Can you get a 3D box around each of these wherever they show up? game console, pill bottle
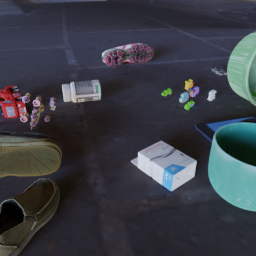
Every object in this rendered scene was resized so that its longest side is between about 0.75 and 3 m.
[{"bbox_3d":[3.426,-0.232,7.855,2.347,2.003,1.389,-9,60,-15],"label":"game console"},{"bbox_3d":[-1.704,-1.346,10.310,1.341,0.758,0.758,-7,31,-13],"label":"pill bottle"}]

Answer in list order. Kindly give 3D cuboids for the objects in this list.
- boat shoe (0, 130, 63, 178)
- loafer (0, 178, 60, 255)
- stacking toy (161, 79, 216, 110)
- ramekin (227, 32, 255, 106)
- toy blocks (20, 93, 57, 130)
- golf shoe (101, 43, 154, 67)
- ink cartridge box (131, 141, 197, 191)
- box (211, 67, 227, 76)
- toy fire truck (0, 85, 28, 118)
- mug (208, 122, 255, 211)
[{"bbox_3d":[-3.078,0.584,6.830,3.003,1.073,0.987,1,21,-2],"label":"boat shoe"},{"bbox_3d":[-1.950,1.589,5.318,0.762,0.706,2.026,7,31,12],"label":"loafer"},{"bbox_3d":[2.284,-1.228,10.464,1.693,0.398,1.276,-26,43,-30],"label":"stacking toy"},{"bbox_3d":[4.868,-2.106,9.808,2.722,2.722,1.330,-9,24,-15],"label":"ramekin"},{"bbox_3d":[-2.794,-0.495,8.642,0.977,0.913,0.822,11,26,-11],"label":"toy blocks"},{"bbox_3d":[-0.017,-3.864,14.391,2.761,1.002,1.271,-11,32,-18],"label":"golf shoe"},{"bbox_3d":[0.822,0.818,6.866,0.844,0.486,1.458,-23,37,-34],"label":"ink cartridge box"},{"bbox_3d":[4.387,-2.678,13.184,0.606,0.165,0.757,-10,32,-17],"label":"box"},{"bbox_3d":[-4.614,-0.962,9.833,1.663,0.575,2.358,-16,35,-25],"label":"toy fire truck"},{"bbox_3d":[2.717,0.954,5.797,1.765,1.328,2.148,-16,34,-26],"label":"mug"}]
